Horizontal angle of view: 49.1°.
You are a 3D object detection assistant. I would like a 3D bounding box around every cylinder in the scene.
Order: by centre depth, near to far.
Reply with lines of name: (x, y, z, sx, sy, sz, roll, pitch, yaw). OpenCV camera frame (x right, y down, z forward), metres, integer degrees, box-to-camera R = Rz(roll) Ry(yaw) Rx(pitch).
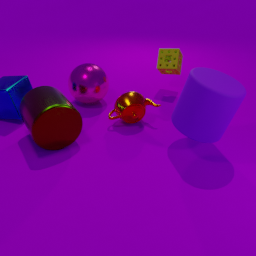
cylinder: (1.967, -0.580, 7.004, 1.400, 1.400, 1.400, 12, 35, -9)
cylinder: (-2.106, -0.291, 7.624, 1.349, 1.349, 1.349, -18, 37, -25)

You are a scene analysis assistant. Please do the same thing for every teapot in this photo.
teapot: (0.165, -0.578, 8.414, 1.613, 1.003, 0.790, -18, 44, -4)

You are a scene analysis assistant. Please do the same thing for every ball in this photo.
ball: (-1.327, -1.488, 9.458, 1.375, 1.375, 1.375, 0, 33, 0)

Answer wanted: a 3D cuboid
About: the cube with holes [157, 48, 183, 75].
cube with holes: (1.515, -2.381, 10.094, 0.727, 0.727, 0.727, 6, -4, 21)

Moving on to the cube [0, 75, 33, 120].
cube: (-3.625, -0.959, 8.714, 1.015, 1.015, 1.015, 2, 36, 21)
